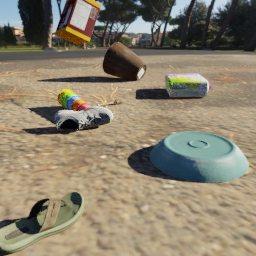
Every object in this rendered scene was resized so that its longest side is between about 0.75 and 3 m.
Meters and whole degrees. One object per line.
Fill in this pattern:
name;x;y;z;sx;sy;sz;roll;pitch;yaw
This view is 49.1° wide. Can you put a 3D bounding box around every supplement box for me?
supplement box;-1.831;-3.903;10.135;0.926;1.394;1.375;19;1;-32

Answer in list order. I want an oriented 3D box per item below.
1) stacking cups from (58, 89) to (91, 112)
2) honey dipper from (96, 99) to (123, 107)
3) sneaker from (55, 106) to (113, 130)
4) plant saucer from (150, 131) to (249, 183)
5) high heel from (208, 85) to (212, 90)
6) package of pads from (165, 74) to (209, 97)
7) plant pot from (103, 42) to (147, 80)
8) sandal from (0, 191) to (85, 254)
stacking cups;-2.135;-0.927;11.877;0.825;0.825;2.727;-12;27;-31
honey dipper;-0.881;-1.157;13.194;1.302;0.247;0.247;-14;23;-24
sneaker;-1.570;-0.200;9.997;2.105;0.786;0.863;-7;35;-2
plant saucer;1.941;0.630;7.762;2.673;0.480;2.673;0;19;0
high heel;4.481;-2.601;16.823;0.628;0.441;1.308;-9;24;-7
package of pads;3.222;-2.387;15.592;2.070;0.914;2.680;-1;20;2
plant pot;-0.063;-4.399;19.688;2.543;2.377;2.377;31;31;21
sandal;-1.506;1.582;5.018;0.711;0.511;1.789;17;26;39
